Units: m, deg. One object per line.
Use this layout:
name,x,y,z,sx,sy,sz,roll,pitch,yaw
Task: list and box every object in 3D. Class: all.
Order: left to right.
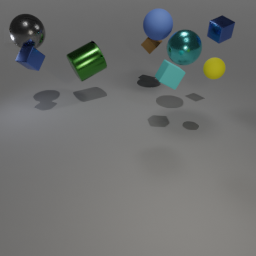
ball,-4.094,-3.914,11.438,1.400,1.400,1.400,0,30,0
cube,-3.892,-2.786,11.197,0.700,0.700,0.700,15,-10,31
cylinder,-1.916,-3.101,13.051,1.400,1.400,1.400,-31,37,-8
cube,1.262,-4.541,14.955,0.700,0.700,0.700,-51,10,-30
ball,1.407,-4.843,13.138,1.400,1.400,1.400,0,30,0
cube,1.479,-1.896,9.935,0.700,0.700,0.700,23,20,-20
ball,2.264,-3.229,11.277,1.400,1.400,1.400,0,30,0
ball,2.828,-1.951,9.191,0.700,0.700,0.700,0,30,0
cube,3.679,-3.913,11.119,0.700,0.700,0.700,-28,54,-18
